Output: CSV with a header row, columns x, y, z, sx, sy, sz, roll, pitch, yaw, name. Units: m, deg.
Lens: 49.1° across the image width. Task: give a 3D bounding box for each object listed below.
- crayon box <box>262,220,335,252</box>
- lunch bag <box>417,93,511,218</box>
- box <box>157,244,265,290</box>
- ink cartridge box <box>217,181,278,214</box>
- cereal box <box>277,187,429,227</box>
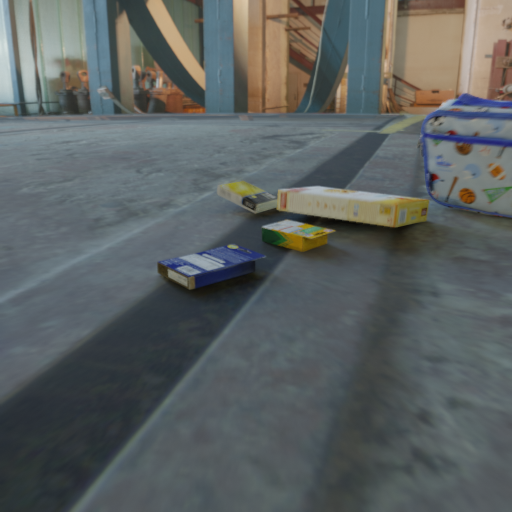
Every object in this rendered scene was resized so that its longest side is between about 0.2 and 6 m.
x,y,z,sx,sy,sz,roll,pitch,yaw,name
0.759,-0.356,10.109,1.159,0.299,0.728,16,23,42,crayon box
4.988,-2.141,11.918,3.101,2.485,1.172,16,44,39,lunch bag
-0.661,0.141,8.638,1.474,0.239,0.893,-16,24,-37,box
-0.059,-1.409,13.019,1.215,0.289,1.230,28,32,31,ink cartridge box
2.015,-1.068,11.683,2.638,0.521,1.898,12,14,32,cereal box
